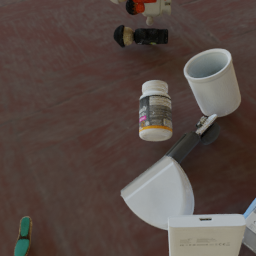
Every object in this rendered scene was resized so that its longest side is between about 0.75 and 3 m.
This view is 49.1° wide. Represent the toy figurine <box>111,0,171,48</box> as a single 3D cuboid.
[{"bbox_3d":[0.490,-4.692,10.216,2.055,2.954,2.908,3,59,11],"label":"toy figurine"}]

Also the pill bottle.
[{"bbox_3d":[0.782,-0.484,7.999,0.926,0.926,1.592,0,71,0],"label":"pill bottle"}]

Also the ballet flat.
[{"bbox_3d":[-2.347,2.525,6.390,0.338,0.313,0.959,5,65,0],"label":"ballet flat"}]

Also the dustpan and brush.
[{"bbox_3d":[1.058,1.992,6.412,1.594,0.653,2.283,-40,64,13],"label":"dustpan and brush"}]

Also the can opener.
[{"bbox_3d":[1.793,0.433,7.767,2.343,0.617,0.779,-39,89,-22],"label":"can opener"}]

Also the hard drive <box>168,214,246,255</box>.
[{"bbox_3d":[1.447,2.327,5.382,1.291,1.957,0.261,-4,39,6],"label":"hard drive"}]

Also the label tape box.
[{"bbox_3d":[3.207,1.463,5.855,0.683,2.158,1.556,38,47,24],"label":"label tape box"}]

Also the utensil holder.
[{"bbox_3d":[2.553,-1.289,8.285,1.343,1.580,1.343,-21,39,18],"label":"utensil holder"}]
